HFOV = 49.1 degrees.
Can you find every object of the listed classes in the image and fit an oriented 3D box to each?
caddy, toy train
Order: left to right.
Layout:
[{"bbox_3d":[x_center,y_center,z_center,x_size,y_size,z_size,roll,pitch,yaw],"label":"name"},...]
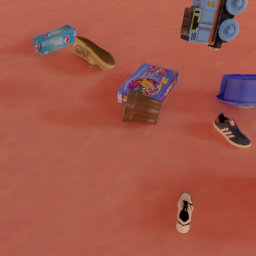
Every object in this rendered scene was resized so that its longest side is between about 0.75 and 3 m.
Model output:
[{"bbox_3d":[2.427,-3.568,7.826,1.522,2.663,1.154,4,24,-11],"label":"toy train"},{"bbox_3d":[3.975,-1.172,9.272,2.009,1.055,1.421,1,18,1],"label":"caddy"}]

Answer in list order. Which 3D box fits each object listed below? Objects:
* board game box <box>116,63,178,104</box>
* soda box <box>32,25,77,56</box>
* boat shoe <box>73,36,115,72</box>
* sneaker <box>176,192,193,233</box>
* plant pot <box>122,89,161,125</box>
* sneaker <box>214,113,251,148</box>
[{"bbox_3d":[0.738,-1.504,10.013,1.442,0.480,2.145,19,45,20],"label":"board game box"},{"bbox_3d":[-3.274,-4.015,12.708,0.679,0.643,2.003,29,49,29],"label":"soda box"},{"bbox_3d":[-1.424,-2.952,11.555,0.917,0.784,2.502,-2,37,-43],"label":"boat shoe"},{"bbox_3d":[1.309,1.844,6.343,0.369,0.401,1.001,6,41,9],"label":"sneaker"},{"bbox_3d":[0.446,-0.579,8.666,1.046,1.056,1.056,13,43,2],"label":"plant pot"},{"bbox_3d":[3.076,0.028,8.247,0.496,0.559,1.324,-24,48,-25],"label":"sneaker"}]
